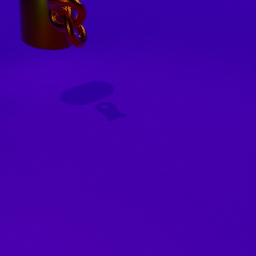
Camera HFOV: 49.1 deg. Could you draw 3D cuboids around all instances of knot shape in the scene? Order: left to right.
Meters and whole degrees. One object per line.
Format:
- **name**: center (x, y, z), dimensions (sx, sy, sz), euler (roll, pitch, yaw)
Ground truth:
- **knot shape**: center (-1.115, -2.048, 5.374), dimensions (0.520, 1.053, 1.125), euler (-36, 29, -14)

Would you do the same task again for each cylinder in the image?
- **cylinder**: center (-1.882, -2.653, 6.583), dimensions (1.259, 1.259, 1.259), euler (8, 35, -5)
